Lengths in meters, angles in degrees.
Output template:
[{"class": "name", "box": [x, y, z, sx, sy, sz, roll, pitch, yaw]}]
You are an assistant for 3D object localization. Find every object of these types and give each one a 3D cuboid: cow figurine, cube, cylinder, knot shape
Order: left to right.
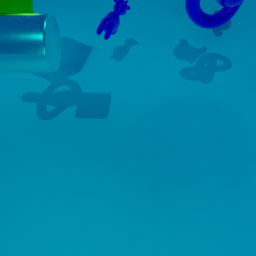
[{"class": "cube", "box": [-2.809, -2.935, 5.417, 1.346, 1.346, 1.346, 23, 29, 34]}, {"class": "cylinder", "box": [-1.545, -1.272, 4.241, 0.864, 0.864, 0.864, 1, 54, 2]}, {"class": "cow figurine", "box": [-0.393, -3.006, 7.605, 0.563, 1.009, 1.025, 32, 41, -4]}, {"class": "knot shape", "box": [1.913, -2.564, 4.848, 1.773, 1.659, 0.819, -33, 89, 1]}]
